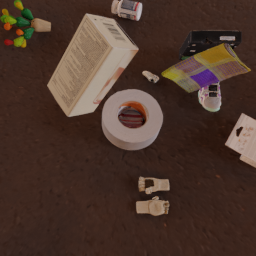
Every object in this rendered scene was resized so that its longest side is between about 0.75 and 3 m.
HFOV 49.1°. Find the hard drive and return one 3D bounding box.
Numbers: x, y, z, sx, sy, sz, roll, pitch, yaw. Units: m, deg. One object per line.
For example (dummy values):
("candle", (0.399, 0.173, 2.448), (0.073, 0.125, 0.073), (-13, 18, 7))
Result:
("hard drive", (3.129, -3.232, 11.130), (1.854, 2.654, 0.502), (1, 90, 2))

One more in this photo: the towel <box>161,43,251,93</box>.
("towel", (2.218, -1.643, 8.095), (2.126, 1.527, 0.242), (-16, 62, 39))

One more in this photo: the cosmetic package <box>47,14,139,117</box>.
("cosmetic package", (-1.149, -1.812, 8.542), (1.220, 2.797, 1.446), (-15, 64, -51))

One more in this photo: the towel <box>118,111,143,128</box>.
("towel", (0.115, -0.538, 10.940), (0.953, 0.150, 1.323), (5, 60, 2))

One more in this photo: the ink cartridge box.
("ink cartridge box", (4.485, 0.451, 10.226), (1.469, 0.373, 1.667), (30, 64, 16))

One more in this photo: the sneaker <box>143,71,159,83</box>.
("sneaker", (0.921, -2.160, 11.825), (0.760, 0.285, 0.308), (29, 72, 17))

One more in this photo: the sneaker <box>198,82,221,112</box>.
("sneaker", (3.253, -1.901, 10.892), (0.882, 1.587, 2.269), (-3, 60, -2))

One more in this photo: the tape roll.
("tape roll", (0.141, -0.328, 10.356), (2.216, 0.732, 2.216), (2, 64, -5))

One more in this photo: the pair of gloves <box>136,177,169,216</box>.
("pair of gloves", (0.839, 2.244, 9.278), (1.077, 0.222, 1.267), (5, 61, 3))

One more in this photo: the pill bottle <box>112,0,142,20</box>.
("pill bottle", (-0.064, -5.771, 13.598), (1.350, 0.807, 0.807), (16, 61, 8))

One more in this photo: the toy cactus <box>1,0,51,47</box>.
("toy cactus", (-4.705, -4.711, 12.952), (2.152, 1.333, 2.608), (2, 55, -21))
